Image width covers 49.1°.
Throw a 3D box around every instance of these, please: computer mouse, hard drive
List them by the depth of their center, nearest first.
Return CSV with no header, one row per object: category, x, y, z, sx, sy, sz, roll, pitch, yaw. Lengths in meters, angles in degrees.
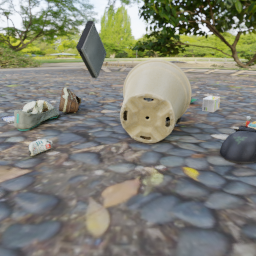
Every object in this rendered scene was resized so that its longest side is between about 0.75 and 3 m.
computer mouse,3.668,0.354,8.497,1.760,0.670,2.542,16,24,40
hard drive,-1.526,-3.320,12.084,0.340,1.445,2.070,12,-20,16

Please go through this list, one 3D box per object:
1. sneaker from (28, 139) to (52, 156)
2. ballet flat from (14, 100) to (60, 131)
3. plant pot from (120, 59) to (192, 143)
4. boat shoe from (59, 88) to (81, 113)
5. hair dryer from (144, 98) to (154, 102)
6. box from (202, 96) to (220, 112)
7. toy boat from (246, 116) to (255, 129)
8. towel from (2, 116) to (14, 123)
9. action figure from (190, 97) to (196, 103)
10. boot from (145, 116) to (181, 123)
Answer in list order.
sneaker,-2.631,0.557,8.492,0.470,0.354,1.006,-4,13,7
ballet flat,-3.731,-0.706,11.850,1.011,0.955,2.999,4,16,12
plant pot,0.867,-0.819,9.919,2.690,2.690,2.463,3,27,12
boat shoe,-2.929,-1.327,14.292,1.051,1.050,2.842,10,20,-14
hair dryer,1.085,-1.130,12.537,2.593,0.705,1.975,9,-9,21
box,4.260,-1.240,14.304,0.580,0.643,1.144,10,17,30
toy boat,4.911,-0.162,10.891,0.782,0.433,0.931,-5,17,-15
towel,-5.084,-0.400,12.335,0.660,0.107,0.898,-14,21,-42
action figure,3.102,-1.759,16.473,1.150,0.532,1.947,-7,13,-12
boot,1.171,-0.640,12.051,2.034,0.668,1.677,4,4,-2
